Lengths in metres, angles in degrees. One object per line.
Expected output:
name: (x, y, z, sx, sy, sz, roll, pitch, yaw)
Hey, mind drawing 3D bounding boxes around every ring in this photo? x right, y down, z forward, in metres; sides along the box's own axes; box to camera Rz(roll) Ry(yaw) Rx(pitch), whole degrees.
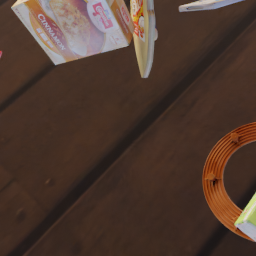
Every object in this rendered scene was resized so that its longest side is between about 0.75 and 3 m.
ring: (2.658, 0.925, 5.456, 2.499, 0.240, 2.499, -17, 55, 26)

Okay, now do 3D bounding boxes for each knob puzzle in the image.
knob puzzle: (0.363, -2.181, 5.513, 0.364, 2.627, 2.627, -7, 69, -4)

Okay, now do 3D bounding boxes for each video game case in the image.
video game case: (2.172, -3.088, 6.813, 1.397, 0.154, 1.274, -23, 27, -19)

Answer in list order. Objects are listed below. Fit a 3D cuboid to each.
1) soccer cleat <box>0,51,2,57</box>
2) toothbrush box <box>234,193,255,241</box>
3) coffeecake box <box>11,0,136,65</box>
soccer cleat: (-3.450, -1.890, 6.602, 0.350, 0.916, 0.306, -53, 45, 7)
toothbrush box: (2.192, 0.720, 3.516, 0.751, 1.271, 1.746, 34, 80, 23)
coffeecake box: (-1.002, -2.140, 5.428, 1.851, 1.421, 0.676, -7, 48, 28)
